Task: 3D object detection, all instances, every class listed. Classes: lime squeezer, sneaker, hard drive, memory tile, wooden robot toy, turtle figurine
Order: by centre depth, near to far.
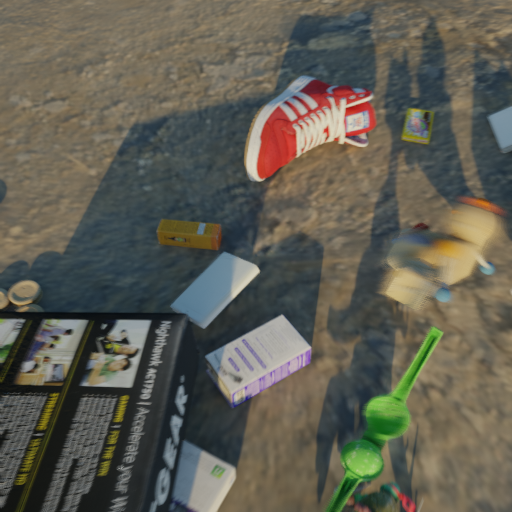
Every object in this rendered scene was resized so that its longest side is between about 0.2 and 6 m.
[{"bbox_3d":[1.248,2.965,6.272,1.351,0.680,1.011,-39,58,-23],"label":"turtle figurine"},{"bbox_3d":[1.390,2.133,6.399,0.524,0.982,2.780,34,79,4],"label":"lime squeezer"},{"bbox_3d":[2.803,-0.322,8.126,2.858,1.297,1.259,-18,49,-44],"label":"wooden robot toy"},{"bbox_3d":[-3.847,1.201,8.187,1.460,0.160,1.905,-11,48,-11],"label":"memory tile"},{"bbox_3d":[-0.615,0.483,8.289,0.789,0.157,1.196,22,60,45],"label":"hard drive"},{"bbox_3d":[1.167,-2.428,10.815,1.882,1.192,3.347,16,47,19],"label":"sneaker"},{"bbox_3d":[5.286,-2.647,11.481,0.760,0.151,1.153,-21,41,25],"label":"hard drive"}]

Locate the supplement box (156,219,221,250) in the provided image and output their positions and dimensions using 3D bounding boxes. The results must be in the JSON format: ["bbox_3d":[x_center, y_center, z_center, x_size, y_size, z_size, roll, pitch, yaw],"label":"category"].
[{"bbox_3d":[-1.130,-0.366,9.495,1.047,0.348,0.360,5,47,3],"label":"supplement box"}]

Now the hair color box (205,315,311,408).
[{"bbox_3d":[0.032,1.444,7.779,1.310,0.424,0.716,-24,49,-22],"label":"hair color box"}]

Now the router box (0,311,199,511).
[{"bbox_3d":[-2.389,2.372,6.079,2.918,0.999,3.912,0,45,8],"label":"router box"}]

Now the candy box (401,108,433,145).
[{"bbox_3d":[3.411,-2.747,11.816,0.550,0.142,1.075,11,48,13],"label":"candy box"}]

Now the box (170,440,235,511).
[{"bbox_3d":[-1.417,3.023,6.368,1.535,0.387,2.127,22,50,21],"label":"box"}]
